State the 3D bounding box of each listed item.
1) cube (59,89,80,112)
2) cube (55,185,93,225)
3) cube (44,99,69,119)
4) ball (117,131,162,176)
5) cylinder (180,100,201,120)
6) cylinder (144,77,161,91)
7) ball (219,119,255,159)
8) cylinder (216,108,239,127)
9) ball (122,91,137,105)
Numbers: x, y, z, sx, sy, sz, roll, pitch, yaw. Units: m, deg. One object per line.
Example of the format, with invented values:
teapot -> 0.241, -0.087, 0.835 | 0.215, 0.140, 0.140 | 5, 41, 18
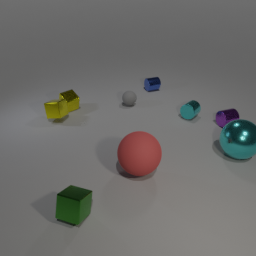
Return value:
cube -> -2.738, -1.252, 13.048 | 0.700, 0.700, 0.700 | -26, 60, -33
cube -> -1.432, 2.029, 7.460 | 0.700, 0.700, 0.700 | 11, 12, 17
cube -> -3.104, -0.837, 12.154 | 0.700, 0.700, 0.700 | -2, 18, 19
ball -> 0.361, 0.798, 8.822 | 1.400, 1.400, 1.400 | 0, 30, 0
cylinder -> 2.784, -0.814, 12.477 | 0.700, 0.700, 0.700 | 20, 33, 31
cylinder -> 1.328, -2.392, 15.220 | 0.700, 0.700, 0.700 | -12, 32, -19
ball -> 3.919, 0.390, 9.754 | 1.400, 1.400, 1.400 | 0, 30, 0
cylinder -> 4.207, -0.436, 11.863 | 0.700, 0.700, 0.700 | -11, 32, -19
ball -> 0.068, -1.451, 13.506 | 0.700, 0.700, 0.700 | 0, 30, 0
